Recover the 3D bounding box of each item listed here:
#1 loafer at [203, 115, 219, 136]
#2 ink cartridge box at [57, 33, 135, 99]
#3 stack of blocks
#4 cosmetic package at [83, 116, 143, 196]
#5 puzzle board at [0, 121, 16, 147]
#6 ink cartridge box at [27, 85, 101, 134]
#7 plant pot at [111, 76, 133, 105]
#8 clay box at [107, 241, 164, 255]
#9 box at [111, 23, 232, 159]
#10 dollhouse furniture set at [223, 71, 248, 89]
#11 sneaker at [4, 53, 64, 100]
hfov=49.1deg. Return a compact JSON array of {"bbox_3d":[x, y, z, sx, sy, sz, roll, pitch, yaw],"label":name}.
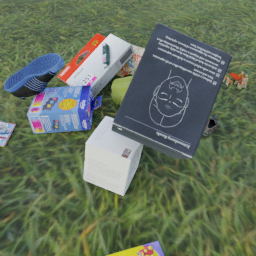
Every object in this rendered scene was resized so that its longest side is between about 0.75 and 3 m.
[{"bbox_3d":[2.982,-0.137,9.902,0.411,0.360,1.145,32,48,15],"label":"loafer"},{"bbox_3d":[-1.525,-2.826,11.898,2.468,0.619,2.844,37,82,29],"label":"ink cartridge box"},{"bbox_3d":[-0.159,-3.092,12.770,2.400,1.382,0.703,27,46,29],"label":"stack of blocks"},{"bbox_3d":[-0.375,0.771,7.807,1.279,1.550,1.277,20,42,10],"label":"cosmetic package"},{"bbox_3d":[-4.812,0.039,9.571,1.551,0.135,1.169,15,39,-11],"label":"puzzle board"},{"bbox_3d":[-2.143,-0.715,10.100,2.422,0.924,1.652,-3,41,0],"label":"ink cartridge box"},{"bbox_3d":[0.226,-1.399,10.784,1.539,1.621,1.621,2,38,22],"label":"plant pot"},{"bbox_3d":[-0.126,3.218,5.773,2.043,0.486,1.174,-10,40,-14],"label":"clay box"},{"bbox_3d":[0.963,-0.780,6.739,1.907,1.376,2.569,24,81,-2],"label":"box"},{"bbox_3d":[4.849,-2.175,12.341,0.983,0.506,0.972,-11,41,-14],"label":"dollhouse furniture set"},{"bbox_3d":[-3.079,-1.728,9.687,2.368,0.922,0.830,-22,60,17],"label":"sneaker"}]
